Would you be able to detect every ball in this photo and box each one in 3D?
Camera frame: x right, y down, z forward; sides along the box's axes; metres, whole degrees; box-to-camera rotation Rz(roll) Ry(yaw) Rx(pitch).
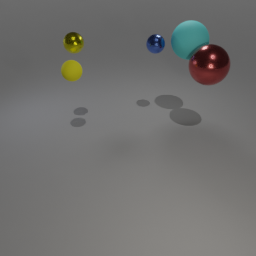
[{"bbox_3d":[-1.833,-2.870,9.441,0.700,0.700,0.700,0,32,0],"label":"ball"},{"bbox_3d":[2.812,-2.181,9.713,1.400,1.400,1.400,0,32,0],"label":"ball"},{"bbox_3d":[-1.873,-1.903,9.324,0.700,0.700,0.700,0,32,0],"label":"ball"},{"bbox_3d":[2.312,-3.265,10.453,1.400,1.400,1.400,0,32,0],"label":"ball"},{"bbox_3d":[1.027,-3.125,10.413,0.700,0.700,0.700,0,32,0],"label":"ball"}]
